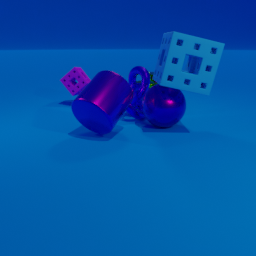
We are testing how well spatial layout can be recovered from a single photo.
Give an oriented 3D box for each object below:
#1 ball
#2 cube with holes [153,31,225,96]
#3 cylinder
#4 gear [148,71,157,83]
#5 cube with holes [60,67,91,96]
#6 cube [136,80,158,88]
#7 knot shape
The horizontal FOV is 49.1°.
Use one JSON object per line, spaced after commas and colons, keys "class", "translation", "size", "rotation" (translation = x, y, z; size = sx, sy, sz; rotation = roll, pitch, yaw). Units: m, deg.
{"class": "ball", "translation": [1.132, -0.714, 8.866], "size": [1.399, 1.399, 1.399], "rotation": [0, 17, 0]}
{"class": "cube with holes", "translation": [1.640, -1.857, 8.015], "size": [1.398, 1.398, 1.398], "rotation": [11, 16, -7]}
{"class": "cylinder", "translation": [-0.709, -0.730, 7.999], "size": [1.326, 1.326, 1.326], "rotation": [11, 51, 31]}
{"class": "gear", "translation": [1.353, -1.950, 11.153], "size": [1.376, 0.255, 1.376], "rotation": [13, 18, -4]}
{"class": "cube with holes", "translation": [-2.179, -1.979, 11.894], "size": [0.842, 0.842, 0.842], "rotation": [-38, 4, 12]}
{"class": "cube", "translation": [0.880, -1.468, 11.893], "size": [1.019, 1.019, 1.019], "rotation": [13, 22, 33]}
{"class": "knot shape", "translation": [0.346, -1.148, 10.293], "size": [0.893, 1.933, 1.809], "rotation": [8, -15, 9]}
